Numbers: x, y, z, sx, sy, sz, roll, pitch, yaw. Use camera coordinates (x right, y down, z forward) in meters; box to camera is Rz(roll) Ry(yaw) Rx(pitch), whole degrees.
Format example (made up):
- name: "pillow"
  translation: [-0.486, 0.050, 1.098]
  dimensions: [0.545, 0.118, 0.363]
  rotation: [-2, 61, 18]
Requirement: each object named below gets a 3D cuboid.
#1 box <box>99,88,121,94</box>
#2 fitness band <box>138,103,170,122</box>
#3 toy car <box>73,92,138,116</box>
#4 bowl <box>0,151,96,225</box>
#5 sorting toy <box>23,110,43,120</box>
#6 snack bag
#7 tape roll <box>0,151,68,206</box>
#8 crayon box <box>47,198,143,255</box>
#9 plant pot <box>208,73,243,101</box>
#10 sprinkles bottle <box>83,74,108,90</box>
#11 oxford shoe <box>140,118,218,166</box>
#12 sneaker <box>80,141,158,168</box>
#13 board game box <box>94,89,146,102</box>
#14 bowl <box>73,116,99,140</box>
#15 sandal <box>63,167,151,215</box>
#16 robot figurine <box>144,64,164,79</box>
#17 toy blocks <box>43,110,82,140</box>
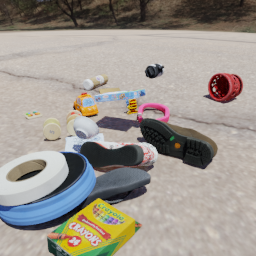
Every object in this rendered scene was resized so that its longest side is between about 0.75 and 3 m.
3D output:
- name: "box"
  translation: [-1.028, -2.092, 16.096]
  dimensions: [1.225, 0.130, 1.002]
  rotation: [-4, 26, -10]
- name: "fitness band"
  translation: [1.179, -0.672, 12.784]
  dimensions: [1.423, 0.371, 1.982]
  rotation: [3, 26, 7]
- name: "toy car"
  translation: [-1.106, -1.259, 13.303]
  dimensions: [2.988, 0.994, 1.466]
  rotation: [-6, 26, -12]
- name: "bowl"
  translation: [-2.207, 1.445, 7.486]
  dimensions: [2.653, 0.521, 2.653]
  rotation: [-10, 24, 4]
- name: "sorting toy"
  translation: [-4.409, -0.635, 12.964]
  dimensions: [0.705, 0.139, 0.761]
  rotation: [-17, 30, -32]
- name: "snack bag"
  translation: [-1.600, 0.609, 10.287]
  dimensions: [1.475, 0.158, 1.391]
  rotation: [-6, 25, -6]
- name: "tape roll"
  translation: [-2.505, 1.202, 7.097]
  dimensions: [1.962, 0.358, 1.962]
  rotation: [-9, 24, 4]
- name: "crayon box"
  translation: [-0.681, 2.300, 6.283]
  dimensions: [1.195, 0.478, 1.882]
  rotation: [18, 30, 34]
- name: "plant pot"
  translation: [5.204, -2.180, 14.837]
  dimensions: [1.331, 1.462, 1.462]
  rotation: [-7, 24, -35]
- name: "sprinkles bottle"
  translation: [-1.952, -2.818, 17.061]
  dimensions: [0.625, 0.625, 1.830]
  rotation: [14, 28, 28]
- name: "oxford shoe"
  translation: [1.730, 0.394, 9.883]
  dimensions: [2.945, 1.070, 1.243]
  rotation: [27, 27, 30]
- name: "sneaker"
  translation: [-0.283, 0.866, 9.100]
  dimensions: [2.528, 0.844, 1.355]
  rotation: [-2, -5, 37]
- name: "board game box"
  translation: [-0.301, -1.295, 11.169]
  dimensions: [1.670, 0.306, 1.263]
  rotation: [-3, 11, 25]
- name: "bowl"
  translation: [-1.450, 0.086, 9.233]
  dimensions: [0.931, 0.931, 0.418]
  rotation: [11, 50, 22]
- name: "sandal"
  translation: [-0.667, 1.723, 7.582]
  dimensions: [2.679, 0.574, 1.019]
  rotation: [-16, 21, -13]
- name: "robot figurine"
  translation: [0.979, -2.087, 10.314]
  dimensions: [0.622, 0.516, 0.827]
  rotation: [24, 32, 34]
- name: "toy blocks"
  translation: [-2.642, -0.243, 11.470]
  dimensions: [1.599, 0.697, 1.919]
  rotation: [-10, 21, -10]
